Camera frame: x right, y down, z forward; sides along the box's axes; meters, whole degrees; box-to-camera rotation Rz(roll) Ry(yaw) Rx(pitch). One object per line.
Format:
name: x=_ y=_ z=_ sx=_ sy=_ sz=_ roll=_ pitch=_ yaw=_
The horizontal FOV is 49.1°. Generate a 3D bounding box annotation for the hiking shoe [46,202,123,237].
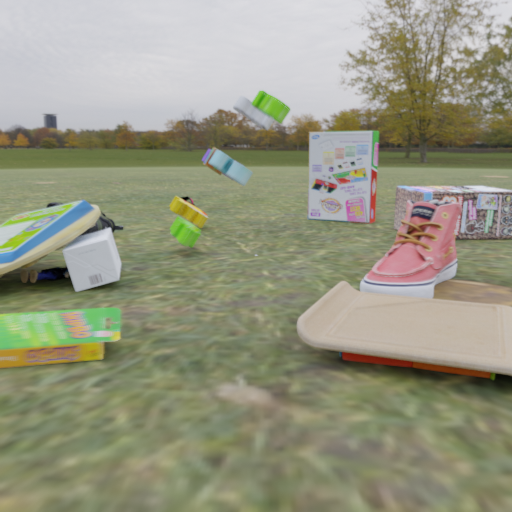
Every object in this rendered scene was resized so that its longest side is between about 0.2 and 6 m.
hiking shoe: x=-3.666 y=-0.678 z=11.756 sx=1.882 sy=0.713 sz=0.947 roll=20 pitch=12 yaw=35

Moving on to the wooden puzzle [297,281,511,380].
wooden puzzle: x=1.561 y=0.723 z=5.360 sx=1.975 sy=0.368 sz=1.827 roll=9 pitch=14 yaw=21

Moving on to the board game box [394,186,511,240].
board game box: x=4.197 y=-0.946 z=11.935 sx=2.032 sy=0.984 sz=1.620 roll=-1 pitch=11 yaw=-4

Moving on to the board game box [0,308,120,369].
board game box: x=-2.149 y=0.757 z=5.194 sx=1.736 sy=0.260 sz=0.830 roll=-5 pitch=18 yaw=-12

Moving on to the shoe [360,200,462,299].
shoe: x=2.111 y=-0.141 z=7.503 sx=0.895 sy=1.140 sz=2.506 roll=8 pitch=14 yaw=34

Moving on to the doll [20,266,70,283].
doll: x=-2.879 y=0.255 z=7.932 sx=0.570 sy=0.202 sz=0.835 roll=-1 pitch=4 yaw=25

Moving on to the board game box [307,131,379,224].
board game box: x=2.138 y=-1.972 z=13.955 sx=1.699 sy=2.221 sz=0.448 roll=7 pitch=13 yaw=29

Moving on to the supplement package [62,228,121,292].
supplement package: x=-2.258 y=0.027 z=7.822 sx=0.609 sy=0.586 sz=1.070 roll=-15 pitch=14 yaw=-8

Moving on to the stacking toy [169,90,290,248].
stacking toy: x=-0.567 y=-1.727 z=11.161 sx=0.926 sy=2.973 sz=3.943 roll=32 pitch=6 yaw=-14

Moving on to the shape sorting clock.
shape sorting clock: x=-3.329 y=-0.159 z=7.994 sx=2.358 sy=0.462 sz=2.358 roll=-19 pitch=25 yaw=9

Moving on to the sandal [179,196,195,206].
sandal: x=-2.132 y=-1.583 z=16.771 sx=0.596 sy=0.357 sz=1.586 roll=-1 pitch=11 yaw=-7
